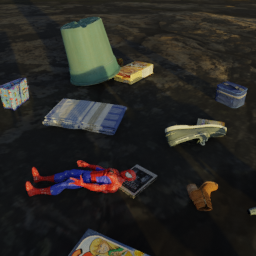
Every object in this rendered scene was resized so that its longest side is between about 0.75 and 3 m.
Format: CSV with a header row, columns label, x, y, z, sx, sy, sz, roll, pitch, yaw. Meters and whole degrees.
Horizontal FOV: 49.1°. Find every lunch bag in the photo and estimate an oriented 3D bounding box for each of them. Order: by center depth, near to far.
label,x,y,z,sx,sy,sz,roll,pitch,yaw
lunch bag,-4.634,-1.482,11.714,0.605,0.969,1.287,13,35,18
lunch bag,4.332,-1.496,11.864,0.850,0.828,1.251,-25,41,-34

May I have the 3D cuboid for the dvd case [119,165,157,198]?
label,x,y,z,sx,sy,sz,roll,pitch,yaw
dvd case,0.207,1.470,7.875,0.783,0.129,1.041,25,40,35

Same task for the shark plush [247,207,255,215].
label,x,y,z,sx,sy,sz,roll,pitch,yaw
shark plush,3.696,1.750,6.822,1.880,0.783,0.854,-3,33,-4

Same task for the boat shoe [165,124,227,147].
label,x,y,z,sx,sy,sz,roll,pitch,yaw
boat shoe,2.310,0.297,9.412,2.152,0.784,0.665,-1,71,-11

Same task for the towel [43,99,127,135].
label,x,y,z,sx,sy,sz,roll,pitch,yaw
towel,-1.591,-0.492,10.783,2.792,0.332,2.051,8,31,8

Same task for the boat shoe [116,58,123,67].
label,x,y,z,sx,sy,sz,roll,pitch,yaw
boat shoe,-0.844,-3.827,15.860,1.353,0.460,0.487,15,36,22

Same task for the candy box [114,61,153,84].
label,x,y,z,sx,sy,sz,roll,pitch,yaw
candy box,0.298,-2.855,14.264,1.104,0.529,1.913,22,39,32

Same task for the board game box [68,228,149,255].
label,x,y,z,sx,sy,sz,roll,pitch,yaw
board game box,-0.635,3.254,4.729,1.932,0.492,2.854,15,35,22

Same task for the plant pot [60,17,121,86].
label,x,y,z,sx,sy,sz,roll,pitch,yaw
plant pot,-1.893,-3.734,13.350,2.601,2.547,2.601,-10,31,6

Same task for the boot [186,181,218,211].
label,x,y,z,sx,sy,sz,roll,pitch,yaw
boot,2.037,1.761,7.237,0.936,0.359,0.727,4,39,-22

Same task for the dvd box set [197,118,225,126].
label,x,y,z,sx,sy,sz,roll,pitch,yaw
dvd box set,3.015,-0.057,10.254,0.977,0.144,0.715,9,34,15

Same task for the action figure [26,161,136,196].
label,x,y,z,sx,sy,sz,roll,pitch,yaw
action figure,-1.207,1.340,7.491,2.837,0.733,0.928,-1,27,0
